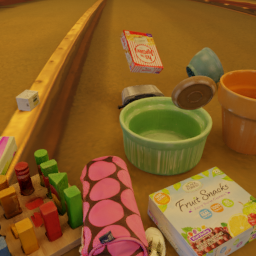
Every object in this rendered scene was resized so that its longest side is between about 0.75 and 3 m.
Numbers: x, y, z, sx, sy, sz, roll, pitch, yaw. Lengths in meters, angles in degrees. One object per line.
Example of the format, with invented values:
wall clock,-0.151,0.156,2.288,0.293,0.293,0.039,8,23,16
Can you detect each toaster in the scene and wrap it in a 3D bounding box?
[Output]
toaster,0.487,-1.030,11.039,1.948,1.107,1.258,-8,29,-4

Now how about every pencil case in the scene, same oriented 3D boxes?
pencil case,-0.456,1.788,6.293,1.343,1.301,2.868,-10,27,-5

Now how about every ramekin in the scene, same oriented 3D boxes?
ramekin,1.120,0.215,8.783,2.762,1.349,2.762,0,32,0

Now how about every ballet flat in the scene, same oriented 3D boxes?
ballet flat,0.543,2.598,5.825,0.517,0.517,1.490,5,32,8

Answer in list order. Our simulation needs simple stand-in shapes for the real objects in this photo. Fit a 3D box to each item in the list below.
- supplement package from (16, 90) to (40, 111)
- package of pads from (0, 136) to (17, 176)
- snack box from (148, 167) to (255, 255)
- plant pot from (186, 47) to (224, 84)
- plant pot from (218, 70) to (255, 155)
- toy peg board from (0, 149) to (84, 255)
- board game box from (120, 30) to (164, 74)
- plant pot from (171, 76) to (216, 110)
supplement package,-4.151,-1.151,11.670,0.578,0.582,0.767,8,33,12
package of pads,-4.293,0.961,8.276,1.445,0.638,1.871,-2,32,-3
snack box,1.836,1.997,6.539,2.168,0.734,1.828,-15,36,-24
plant pot,3.534,-2.741,13.338,1.204,1.797,1.797,-28,36,-1
plant pot,4.011,-0.425,9.033,2.370,2.170,2.370,0,33,0
toy peg board,-2.378,1.756,6.447,2.550,1.252,2.560,-22,38,-31
board game box,0.543,-3.067,11.341,1.366,0.418,1.804,-3,65,-29
plant pot,1.876,-0.920,7.913,1.285,1.285,0.177,-4,50,-6
